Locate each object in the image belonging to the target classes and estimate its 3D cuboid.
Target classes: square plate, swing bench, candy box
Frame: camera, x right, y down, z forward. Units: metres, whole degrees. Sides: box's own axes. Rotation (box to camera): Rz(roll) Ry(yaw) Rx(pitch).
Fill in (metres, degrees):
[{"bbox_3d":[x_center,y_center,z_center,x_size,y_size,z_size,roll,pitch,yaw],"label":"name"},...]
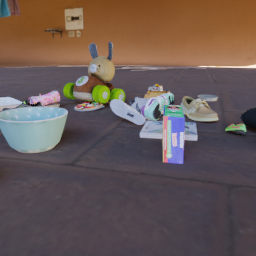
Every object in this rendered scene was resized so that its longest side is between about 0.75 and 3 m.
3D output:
[{"bbox_3d":[-6.288,-1.054,12.923,2.272,0.326,2.294,-13,20,-38],"label":"square plate"},{"bbox_3d":[-3.685,-1.199,12.950,0.750,0.754,0.489,-11,-23,-37],"label":"swing bench"},{"bbox_3d":[1.149,0.111,7.189,0.537,1.178,1.393,1,16,6],"label":"candy box"}]

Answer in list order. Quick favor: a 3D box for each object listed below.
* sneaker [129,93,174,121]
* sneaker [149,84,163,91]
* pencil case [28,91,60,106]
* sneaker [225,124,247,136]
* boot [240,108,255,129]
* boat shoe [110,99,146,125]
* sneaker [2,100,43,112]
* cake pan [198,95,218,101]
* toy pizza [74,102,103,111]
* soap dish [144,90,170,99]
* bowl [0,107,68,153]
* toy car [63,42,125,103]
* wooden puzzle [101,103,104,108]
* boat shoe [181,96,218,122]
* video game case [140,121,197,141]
[{"bbox_3d":[0.842,-1.000,11.617,1.661,0.923,2.374,10,18,30],"label":"sneaker"},{"bbox_3d":[1.778,-2.516,17.734,0.508,0.536,1.304,-10,18,-32],"label":"sneaker"},{"bbox_3d":[-3.703,-1.263,12.442,1.324,0.579,0.579,-21,24,-30],"label":"pencil case"},{"bbox_3d":[3.433,0.092,8.921,0.357,0.390,0.930,-35,7,-7],"label":"sneaker"},{"bbox_3d":[4.372,-0.108,8.394,2.599,0.962,2.130,-1,16,-30],"label":"boot"},{"bbox_3d":[0.017,-0.566,10.238,1.471,0.521,0.513,29,5,11],"label":"boat shoe"},{"bbox_3d":[-4.280,-0.815,11.383,1.592,0.660,0.564,-9,29,-27],"label":"sneaker"},{"bbox_3d":[4.327,-1.629,15.195,1.090,0.200,1.090,0,16,0],"label":"cake pan"},{"bbox_3d":[-1.811,-1.032,12.840,1.321,0.209,1.321,-4,18,1],"label":"toy pizza"},{"bbox_3d":[1.432,-1.411,13.534,1.313,0.678,1.669,3,15,10],"label":"soap dish"},{"bbox_3d":[-2.594,0.054,7.751,1.887,0.987,1.887,0,16,0],"label":"bowl"},{"bbox_3d":[-1.485,-2.698,13.534,2.391,2.911,2.296,11,6,36],"label":"toy car"},{"bbox_3d":[-1.472,-1.041,13.307,0.642,0.111,0.951,-8,17,-13],"label":"wooden puzzle"},{"bbox_3d":[2.740,-0.784,11.135,0.851,0.764,2.300,-6,17,-20],"label":"boat shoe"},{"bbox_3d":[1.362,0.054,9.216,1.743,0.192,1.589,3,16,11],"label":"video game case"}]
